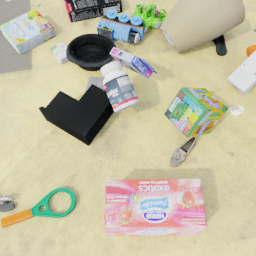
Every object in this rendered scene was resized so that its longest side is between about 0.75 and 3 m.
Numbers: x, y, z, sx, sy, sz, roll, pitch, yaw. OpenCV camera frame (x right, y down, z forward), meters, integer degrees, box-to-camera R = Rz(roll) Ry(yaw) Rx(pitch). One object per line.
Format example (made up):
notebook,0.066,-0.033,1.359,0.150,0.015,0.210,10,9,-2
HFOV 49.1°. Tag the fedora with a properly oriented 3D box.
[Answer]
fedora,-1.536,-3.080,11.998,2.128,0.972,2.128,1,61,-1

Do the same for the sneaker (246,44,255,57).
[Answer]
sneaker,6.050,-2.486,11.642,1.125,1.065,2.918,-36,65,-13

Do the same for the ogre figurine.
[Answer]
ogre figurine,1.092,-5.260,13.190,2.244,1.101,1.346,39,55,7

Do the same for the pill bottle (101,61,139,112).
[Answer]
pill bottle,-0.336,-1.446,9.801,0.954,0.954,1.596,-23,88,-12

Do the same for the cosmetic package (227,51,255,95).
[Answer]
cosmetic package,5.029,-2.308,11.335,1.815,0.672,0.923,-47,67,9

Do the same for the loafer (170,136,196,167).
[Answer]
loafer,1.994,0.808,10.109,0.499,0.437,1.389,37,67,19

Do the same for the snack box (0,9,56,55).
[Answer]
snack box,-4.635,-4.487,12.986,1.917,0.649,1.617,-37,67,-17

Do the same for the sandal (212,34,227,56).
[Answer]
sandal,4.236,-4.018,12.869,0.602,0.383,1.601,-5,61,-3

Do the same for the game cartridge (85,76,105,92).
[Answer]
game cartridge,-0.822,-1.526,11.518,1.807,0.347,1.171,9,57,5

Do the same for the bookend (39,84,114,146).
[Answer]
bookend,-1.799,-0.797,10.621,2.112,0.973,2.099,29,69,15

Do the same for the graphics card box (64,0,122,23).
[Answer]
graphics card box,-1.788,-6.308,13.988,2.712,0.690,1.701,-16,61,-7

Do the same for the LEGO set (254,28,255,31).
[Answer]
LEGO set,6.409,-4.183,12.928,1.024,0.447,1.577,-24,63,-13

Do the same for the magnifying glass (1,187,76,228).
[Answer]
magnifying glass,-2.895,2.689,9.181,2.432,0.272,0.968,-17,62,-12

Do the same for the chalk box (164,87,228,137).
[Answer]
chalk box,2.270,-0.565,9.808,2.043,1.275,1.266,-8,48,-45

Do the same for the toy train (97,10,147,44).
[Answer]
toy train,-0.303,-4.551,12.894,2.242,0.972,1.281,18,71,7

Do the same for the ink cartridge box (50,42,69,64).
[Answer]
ink cartridge box,-2.930,-3.333,12.484,0.653,0.377,0.894,-33,66,-17

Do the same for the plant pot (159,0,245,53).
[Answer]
plant pot,2.914,-4.715,12.120,2.933,2.747,2.747,-38,65,6

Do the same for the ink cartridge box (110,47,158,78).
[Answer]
ink cartridge box,0.211,-2.430,10.586,1.801,1.075,0.378,31,89,40

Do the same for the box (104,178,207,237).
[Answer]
box,0.763,2.479,8.617,2.917,1.381,1.497,0,61,0

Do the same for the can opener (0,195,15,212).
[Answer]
can opener,-4.538,2.514,9.159,1.570,0.413,0.522,-6,61,-3
